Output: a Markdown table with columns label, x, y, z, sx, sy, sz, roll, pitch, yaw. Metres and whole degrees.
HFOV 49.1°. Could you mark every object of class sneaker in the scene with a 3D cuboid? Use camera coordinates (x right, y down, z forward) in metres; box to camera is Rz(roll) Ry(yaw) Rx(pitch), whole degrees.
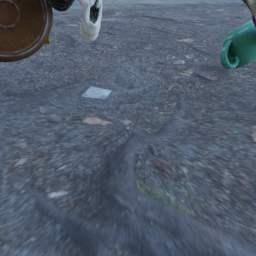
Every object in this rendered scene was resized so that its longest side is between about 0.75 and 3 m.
| label | x | y | z | sx | sy | sz | roll | pitch | yaw |
| --- | --- | --- | --- | --- | --- | --- | --- | --- | --- |
| sneaker | -1.390 | -3.000 | 5.736 | 0.819 | 0.971 | 2.219 | 25 | -20 | -18 |
| sneaker | -0.853 | -3.067 | 6.774 | 0.655 | 1.742 | 0.771 | -2 | -9 | -21 |
| sneaker | 3.050 | -2.919 | 5.816 | 1.289 | 2.588 | 0.969 | -22 | 55 | 33 |

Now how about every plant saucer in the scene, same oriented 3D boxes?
| label | x | y | z | sx | sy | sz | roll | pitch | yaw |
| --- | --- | --- | --- | --- | --- | --- | --- | --- | --- |
| plant saucer | -2.794 | -2.598 | 6.329 | 2.319 | 2.319 | 0.399 | -16 | 32 | -25 |

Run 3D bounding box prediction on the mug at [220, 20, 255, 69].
| label | x | y | z | sx | sy | sz | roll | pitch | yaw |
| --- | --- | --- | --- | --- | --- | --- | --- | --- | --- |
| mug | 3.226 | -2.303 | 7.600 | 1.279 | 0.962 | 1.556 | -22 | 9 | 38 |

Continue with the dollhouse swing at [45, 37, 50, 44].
| label | x | y | z | sx | sy | sz | roll | pitch | yaw |
| --- | --- | --- | --- | --- | --- | --- | --- | --- | --- |
| dollhouse swing | -3.024 | -3.742 | 7.992 | 1.913 | 1.850 | 2.105 | 9 | 37 | -26 |
